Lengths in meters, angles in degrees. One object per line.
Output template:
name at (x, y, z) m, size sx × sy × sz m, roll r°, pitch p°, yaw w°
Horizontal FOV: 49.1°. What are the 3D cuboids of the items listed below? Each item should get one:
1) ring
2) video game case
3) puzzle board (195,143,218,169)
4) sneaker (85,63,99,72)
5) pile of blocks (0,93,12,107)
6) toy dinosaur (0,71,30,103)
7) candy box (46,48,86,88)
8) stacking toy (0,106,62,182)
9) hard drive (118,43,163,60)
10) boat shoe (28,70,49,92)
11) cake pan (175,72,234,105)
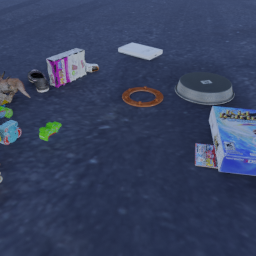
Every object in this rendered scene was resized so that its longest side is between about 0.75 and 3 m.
ring at (0.556, -1.234, 10.588) m, size 1.565 × 0.150 × 1.565 m, roll 0°, pitch 32°, yaw 0°
video game case at (3.766, 0.329, 7.693) m, size 2.725 × 0.619 × 2.470 m, roll 6°, pitch 33°, yaw 5°
puzzle board at (2.210, 0.737, 7.634) m, size 0.737 × 0.085 × 0.977 m, roll 7°, pitch 33°, yaw 10°
sneaker at (-1.835, -2.722, 12.635) m, size 1.049 × 0.382 × 0.444 m, roll -6°, pitch 31°, yaw -12°
pile of blocks at (-4.674, -0.798, 9.499) m, size 0.460 × 0.608 × 1.481 m, roll 20°, pitch 28°, yaw 22°
toy dinosaur at (-4.524, -1.616, 10.556) m, size 1.933 × 0.830 × 1.310 m, roll 5°, pitch 33°, yaw 6°
candy box at (-2.515, -2.523, 11.631) m, size 0.515 × 1.152 × 1.690 m, roll 23°, pitch 39°, yaw 30°
stacking toy at (-3.624, 0.387, 7.727) m, size 2.217 × 0.691 × 2.940 m, roll 17°, pitch 35°, yaw 22°
hard drive at (0.652, -4.084, 14.826) m, size 1.972 × 0.259 × 1.301 m, roll 23°, pitch 40°, yaw 31°
boat shoe at (-3.696, -2.099, 11.518) m, size 0.661 × 0.564 × 1.978 m, roll -17°, pitch 37°, yaw -24°
cake pan at (2.996, -1.618, 10.924) m, size 2.288 × 0.420 × 2.288 m, roll 0°, pitch 34°, yaw 0°
